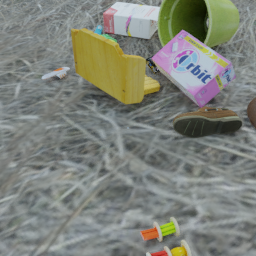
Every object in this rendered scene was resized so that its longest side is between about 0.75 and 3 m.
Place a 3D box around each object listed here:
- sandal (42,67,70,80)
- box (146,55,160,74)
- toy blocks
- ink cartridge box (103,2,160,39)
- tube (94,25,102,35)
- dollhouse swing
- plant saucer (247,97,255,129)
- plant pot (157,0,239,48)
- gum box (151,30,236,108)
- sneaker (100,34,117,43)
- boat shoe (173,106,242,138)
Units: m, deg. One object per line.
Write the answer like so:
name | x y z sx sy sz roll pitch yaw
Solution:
sandal | -2.737 -2.017 10.739 1.121 0.321 0.429 -27 34 -17
box | 1.215 -2.602 11.224 0.878 0.217 0.701 -31 79 -30
toy blocks | 0.580 2.467 5.843 1.179 0.428 0.983 -13 45 -13
ink cartridge box | 0.497 -5.227 13.656 2.967 1.001 1.728 15 45 17
tube | -1.467 -4.565 13.518 0.424 0.276 1.095 0 47 11
dollhouse swing | -0.179 -2.285 9.493 2.233 2.309 2.541 -32 52 -32
plant saucer | 5.375 -0.417 8.897 2.938 0.506 2.938 1 44 -1
plant pot | 3.169 -4.442 11.832 2.626 2.857 2.857 -16 44 -33
gum box | 2.171 -2.158 9.804 1.533 0.893 2.702 -42 51 6
sneaker | -1.227 -3.948 12.688 1.595 0.591 0.667 21 36 14
boat shoe | 2.320 -0.227 8.534 2.182 0.785 0.742 2 42 -15
